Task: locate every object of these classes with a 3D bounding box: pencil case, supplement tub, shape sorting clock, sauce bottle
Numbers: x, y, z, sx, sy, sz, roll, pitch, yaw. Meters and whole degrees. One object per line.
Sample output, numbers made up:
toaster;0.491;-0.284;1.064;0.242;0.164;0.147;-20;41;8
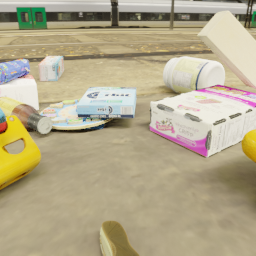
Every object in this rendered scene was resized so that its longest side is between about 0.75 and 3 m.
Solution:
pencil case;-3.911;-1.909;9.375;0.693;0.623;1.596;17;25;9
supplement tub;2.486;-1.944;10.760;1.455;1.455;2.007;-18;29;-35
shape sorting clock;-1.484;-0.525;8.664;2.503;0.491;2.503;1;23;0
sauce bottle;-3.016;-0.339;7.964;2.318;0.765;0.765;21;31;36

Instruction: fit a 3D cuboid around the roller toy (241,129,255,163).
roller toy;3.394;0.615;4.274;2.413;1.848;2.645;-14;27;-29

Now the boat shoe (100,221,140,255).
boat shoe;-0.114;1.748;3.648;0.428;0.370;1.175;4;26;-28

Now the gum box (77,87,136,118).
gum box;-0.556;-0.806;8.388;1.560;0.409;1.836;1;23;4

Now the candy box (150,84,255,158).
candy box;2.364;-0.365;7.747;2.987;0.911;2.037;-16;28;-33

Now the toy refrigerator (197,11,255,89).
toy refrigerator;3.090;-2.169;7.917;2.239;0.850;0.783;38;10;-17

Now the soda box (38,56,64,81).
soda box;-3.826;-3.047;14.168;0.872;0.811;2.550;-1;24;-4

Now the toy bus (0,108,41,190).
toy bus;-2.689;0.766;4.708;2.423;1.252;2.286;-36;-2;-5

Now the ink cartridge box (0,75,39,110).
ink cartridge box;-4.579;-1.105;9.441;2.819;0.952;1.642;-8;24;-21
